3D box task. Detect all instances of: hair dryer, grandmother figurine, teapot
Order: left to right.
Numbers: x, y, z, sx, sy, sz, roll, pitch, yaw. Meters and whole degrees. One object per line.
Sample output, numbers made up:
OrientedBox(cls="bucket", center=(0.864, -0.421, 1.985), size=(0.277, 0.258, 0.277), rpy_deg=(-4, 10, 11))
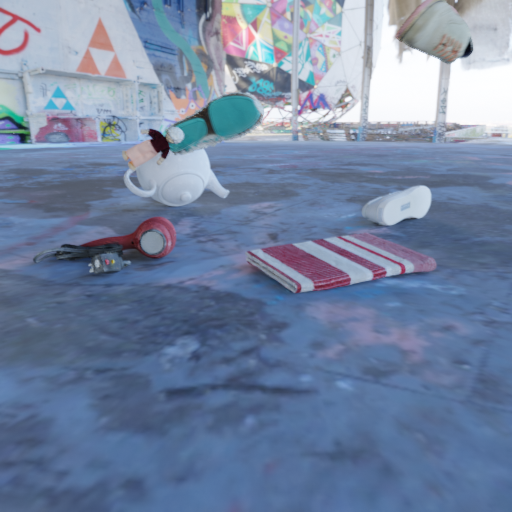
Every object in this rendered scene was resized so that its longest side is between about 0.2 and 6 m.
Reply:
OrientedBox(cls="hair dryer", center=(-2.363, -0.321, 9.880), size=(1.990, 0.710, 2.612), rpy_deg=(9, 16, 35))
OrientedBox(cls="grandmother figurine", center=(-1.891, -2.045, 10.361), size=(1.184, 0.718, 0.359), rpy_deg=(-24, 37, 10))
OrientedBox(cls="teapot", center=(-2.140, -2.061, 14.905), size=(2.125, 2.098, 1.552), rpy_deg=(-27, 58, 6))

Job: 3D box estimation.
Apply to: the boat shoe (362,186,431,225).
OrientedBox(cls="boat shoe", center=(3.352, -1.188, 13.321), size=(0.767, 0.806, 2.238), rpy_deg=(15, 31, 43))

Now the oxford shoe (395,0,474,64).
OrientedBox(cls="oxford shoe", center=(3.085, -3.674, 9.278), size=(2.400, 0.886, 0.850), rpy_deg=(-27, -15, -48))

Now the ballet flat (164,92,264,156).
OrientedBox(cls="ballet flat", center=(-0.810, -2.797, 11.747), size=(2.628, 0.943, 0.943), rpy_deg=(-9, 7, 35))

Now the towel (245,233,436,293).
OrientedBox(cls="towel", center=(1.328, 0.103, 9.128), size=(2.563, 0.292, 1.846), rpy_deg=(-9, 19, -24))
